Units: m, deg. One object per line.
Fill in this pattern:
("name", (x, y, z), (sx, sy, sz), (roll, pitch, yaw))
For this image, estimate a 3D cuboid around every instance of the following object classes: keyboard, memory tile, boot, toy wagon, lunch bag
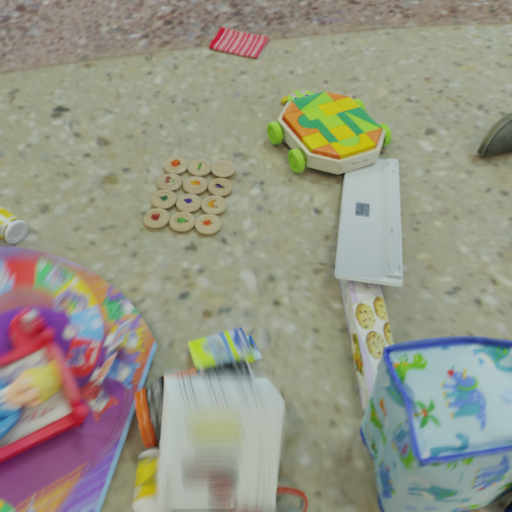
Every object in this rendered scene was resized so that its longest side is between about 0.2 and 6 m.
("keyboard", (2.364, -0.912, 11.578), (1.219, 0.231, 4.332), (3, 40, 10))
("memory tile", (-1.428, -1.370, 12.425), (1.737, 0.190, 2.267), (7, 52, 6))
("boot", (6.738, -2.345, 12.866), (2.322, 0.927, 2.554), (-33, 66, -21))
("toy wagon", (1.557, -3.191, 13.508), (2.539, 0.647, 3.272), (-19, 53, -17))
("lunch bag", (3.265, 2.445, 7.849), (3.122, 2.654, 1.989), (-7, 52, -6))

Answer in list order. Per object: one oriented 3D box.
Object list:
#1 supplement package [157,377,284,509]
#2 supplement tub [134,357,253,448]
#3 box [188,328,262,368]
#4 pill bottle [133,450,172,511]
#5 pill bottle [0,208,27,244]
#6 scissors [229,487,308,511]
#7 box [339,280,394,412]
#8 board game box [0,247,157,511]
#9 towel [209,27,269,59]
("supplement package", (-0.538, 2.553, 7.797), (1.553, 1.142, 1.485), (4, 93, -11))
("supplement tub", (-0.922, 2.354, 8.894), (1.846, 1.131, 1.131), (-13, 53, -8))
("box", (-0.557, 1.673, 9.867), (1.155, 0.275, 0.704), (-15, 34, -11))
("pill bottle", (-1.513, 3.492, 8.345), (0.584, 0.584, 1.039), (-1, 51, -1))
("pill bottle", (-5.286, -0.684, 11.662), (0.962, 0.536, 0.536), (30, 57, 20))
("scissors", (-0.395, 3.634, 7.868), (2.343, 0.163, 0.857), (11, 92, -16))
("box", (2.010, 1.228, 10.097), (0.653, 0.609, 3.149), (0, 52, -3))
("board game box", (-3.763, 2.010, 8.004), (4.120, 1.015, 5.215), (23, 58, -13))
("towel", (-0.499, -6.172, 16.223), (1.522, 0.171, 1.101), (16, 54, 12))
